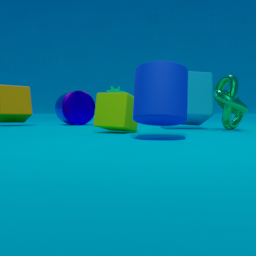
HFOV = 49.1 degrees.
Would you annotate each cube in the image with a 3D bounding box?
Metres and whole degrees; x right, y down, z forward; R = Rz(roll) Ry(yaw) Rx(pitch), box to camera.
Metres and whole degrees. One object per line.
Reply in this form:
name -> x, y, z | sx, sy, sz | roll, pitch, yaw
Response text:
cube -> -4.223, -0.849, 10.217 | 1.082, 1.082, 1.082 | -1, -14, -36
cube -> -0.250, -0.364, 6.669 | 0.798, 0.798, 0.798 | 3, -6, 25
cube -> 1.697, -0.848, 8.329 | 1.280, 1.280, 1.280 | 3, -12, -2

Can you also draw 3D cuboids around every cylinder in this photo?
cylinder -> 0.588, -0.586, 5.062 | 0.961, 0.961, 0.961 | 3, -10, 1
cylinder -> -2.066, -0.767, 10.879 | 1.287, 1.287, 1.287 | -2, 3, -26

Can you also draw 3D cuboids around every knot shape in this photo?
knot shape -> 2.684, -0.679, 7.365 | 0.680, 1.471, 1.377 | -17, -1, 17

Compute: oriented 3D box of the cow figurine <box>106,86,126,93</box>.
cow figurine -> -0.349, -0.831, 10.475 | 0.777, 1.394, 1.416 | 6, 5, 23
